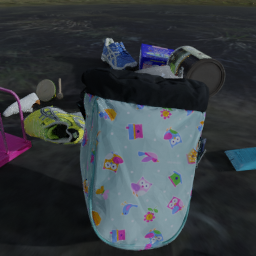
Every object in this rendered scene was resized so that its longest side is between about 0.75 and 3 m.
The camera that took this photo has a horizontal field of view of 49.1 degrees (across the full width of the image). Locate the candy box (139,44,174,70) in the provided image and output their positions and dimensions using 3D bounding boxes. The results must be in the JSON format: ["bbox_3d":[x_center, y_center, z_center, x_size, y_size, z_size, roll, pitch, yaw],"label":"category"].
[{"bbox_3d":[1.439,-3.015,12.629,1.841,0.839,2.178,10,30,-3],"label":"candy box"}]

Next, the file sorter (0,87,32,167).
[{"bbox_3d":[-3.863,0.144,6.301,1.777,1.604,2.557,15,32,24],"label":"file sorter"}]

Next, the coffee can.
[{"bbox_3d":[2.476,-2.126,10.556,1.495,1.495,2.043,-5,28,-10],"label":"coffee can"}]

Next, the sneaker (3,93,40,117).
[{"bbox_3d":[-3.375,-0.627,8.960,1.193,0.505,0.435,-35,5,-17],"label":"sneaker"}]

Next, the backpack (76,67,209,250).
[{"bbox_3d":[0.115,0.467,4.475,2.210,2.648,1.676,7,7,-4],"label":"backpack"}]

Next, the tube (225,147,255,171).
[{"bbox_3d":[3.399,0.662,6.593,1.997,0.503,0.773,-5,24,0],"label":"tube"}]

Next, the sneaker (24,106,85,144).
[{"bbox_3d":[-1.809,-0.061,6.677,2.242,0.845,0.856,0,12,31],"label":"sneaker"}]

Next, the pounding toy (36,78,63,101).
[{"bbox_3d":[-2.734,-1.332,10.061,1.016,0.784,0.471,-4,-3,18],"label":"pounding toy"}]

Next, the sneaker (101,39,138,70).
[{"bbox_3d":[-0.512,-3.517,13.522,1.074,1.093,2.837,-16,35,-30],"label":"sneaker"}]

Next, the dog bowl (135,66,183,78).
[{"bbox_3d":[0.726,-1.318,8.856,2.162,0.634,2.162,-9,-4,-1],"label":"dog bowl"}]
